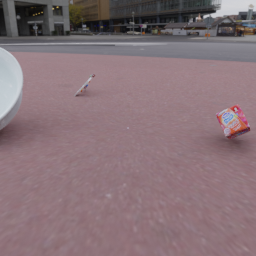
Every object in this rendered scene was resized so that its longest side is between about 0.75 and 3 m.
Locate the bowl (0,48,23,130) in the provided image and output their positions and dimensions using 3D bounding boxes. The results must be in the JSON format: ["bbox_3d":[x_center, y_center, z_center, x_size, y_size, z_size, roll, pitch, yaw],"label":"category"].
[{"bbox_3d":[-3.970,-0.759,7.353,2.785,1.252,2.785,0,65,0],"label":"bowl"}]

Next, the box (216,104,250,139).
[{"bbox_3d":[2.500,-0.117,6.611,0.555,0.580,1.163,-26,-16,20],"label":"box"}]

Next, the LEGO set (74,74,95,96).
[{"bbox_3d":[-1.699,-1.816,11.723,0.321,0.978,1.309,42,29,-14],"label":"LEGO set"}]
